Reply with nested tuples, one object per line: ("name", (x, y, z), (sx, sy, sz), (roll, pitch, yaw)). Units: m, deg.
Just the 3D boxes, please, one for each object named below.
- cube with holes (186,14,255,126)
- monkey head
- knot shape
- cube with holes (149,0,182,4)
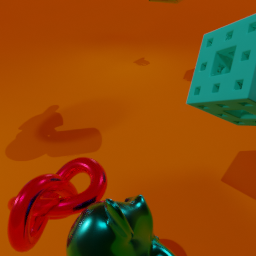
("cube with holes", (1.915, -0.798, 4.379), (1.240, 1.240, 1.240), (19, -7, -25))
("monkey head", (-0.053, 1.048, 2.326), (0.919, 1.278, 0.770), (41, 35, 27))
("knot shape", (-0.832, 0.785, 2.906), (1.184, 0.547, 1.108), (-35, -3, 18))
("cube with holes", (1.151, -4.124, 8.033), (0.855, 0.855, 0.855), (13, 35, 18))
